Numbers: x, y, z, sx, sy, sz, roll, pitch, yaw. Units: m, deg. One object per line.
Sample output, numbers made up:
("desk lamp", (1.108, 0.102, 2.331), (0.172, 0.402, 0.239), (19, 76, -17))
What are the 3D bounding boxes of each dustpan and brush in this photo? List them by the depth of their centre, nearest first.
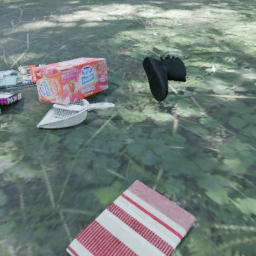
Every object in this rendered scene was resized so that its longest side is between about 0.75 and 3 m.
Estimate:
("dustpan and brush", (-1.855, -0.683, 10.583), (2.753, 0.788, 1.921), (6, 33, 7))

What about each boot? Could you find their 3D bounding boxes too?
("boot", (1.621, -2.022, 11.206), (1.708, 0.771, 2.085), (-3, 63, -31))

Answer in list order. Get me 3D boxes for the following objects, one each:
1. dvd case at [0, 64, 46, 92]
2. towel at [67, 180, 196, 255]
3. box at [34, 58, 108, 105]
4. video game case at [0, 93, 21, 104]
("dvd case", (-5.238, -2.443, 13.503), (2.793, 0.307, 2.039), (-11, 37, -17))
("towel", (0.138, 2.511, 6.613), (1.893, 0.299, 2.629), (28, 46, 30))
("box", (-2.209, -2.017, 11.470), (1.449, 1.337, 2.824), (10, 25, 31))
("video game case", (-5.427, -1.196, 11.321), (1.714, 0.307, 1.554), (-2, 15, -3))
